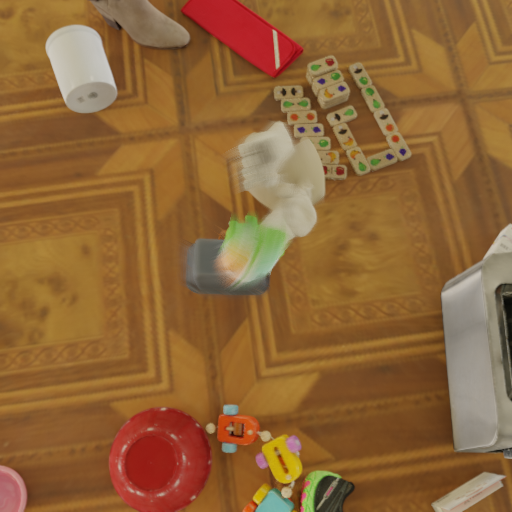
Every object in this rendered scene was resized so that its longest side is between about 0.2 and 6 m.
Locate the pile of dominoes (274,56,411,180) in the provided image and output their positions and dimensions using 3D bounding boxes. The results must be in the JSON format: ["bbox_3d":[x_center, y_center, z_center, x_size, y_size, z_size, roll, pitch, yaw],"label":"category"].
[{"bbox_3d":[1.728,-2.833,11.415,2.031,0.415,2.606,-22,74,-7],"label":"pile of dominoes"}]

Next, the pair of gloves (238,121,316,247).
[{"bbox_3d":[0.412,-1.148,9.193,1.627,0.335,1.913,-38,111,-48],"label":"pair of gloves"}]

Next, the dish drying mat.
[{"bbox_3d":[-0.314,-4.927,12.150,2.704,0.246,1.038,40,78,11],"label":"dish drying mat"}]

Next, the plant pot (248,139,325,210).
[{"bbox_3d":[0.707,-1.319,10.464,1.485,1.485,0.997,-37,87,-10],"label":"plant pot"}]

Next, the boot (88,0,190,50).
[{"bbox_3d":[-2.504,-5.185,11.497,2.243,1.640,0.788,16,72,5],"label":"boot"}]

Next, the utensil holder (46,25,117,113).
[{"bbox_3d":[-3.508,-3.750,11.343,1.129,1.129,1.328,-21,76,-6],"label":"utensil holder"}]

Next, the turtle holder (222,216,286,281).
[{"bbox_3d":[-0.044,-0.101,7.850,0.793,1.044,0.741,20,113,7],"label":"turtle holder"}]

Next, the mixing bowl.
[{"bbox_3d":[-1.650,3.384,9.204,1.777,0.962,1.777,0,74,0],"label":"mixing bowl"}]

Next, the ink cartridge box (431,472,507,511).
[{"bbox_3d":[3.475,3.881,9.039,1.101,0.956,0.240,-27,75,-8],"label":"ink cartridge box"}]

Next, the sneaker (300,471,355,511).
[{"bbox_3d":[1.206,4.732,8.783,1.052,0.964,2.511,1,74,5],"label":"sneaker"}]

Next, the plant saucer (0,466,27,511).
[{"bbox_3d":[-4.349,4.074,9.339,1.085,0.275,1.085,0,72,-1],"label":"plant saucer"}]

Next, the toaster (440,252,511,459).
[{"bbox_3d":[4.943,1.535,9.165,3.225,2.116,3.566,2,72,-1],"label":"toaster"}]

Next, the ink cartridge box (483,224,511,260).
[{"bbox_3d":[4.736,-0.121,10.516,0.520,0.511,0.706,35,76,10],"label":"ink cartridge box"}]

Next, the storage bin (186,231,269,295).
[{"bbox_3d":[-0.416,0.053,8.938,1.389,0.933,1.011,2,77,-6],"label":"storage bin"}]

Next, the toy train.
[{"bbox_3d":[0.016,3.613,9.360,1.649,0.610,2.195,-5,80,21],"label":"toy train"}]
